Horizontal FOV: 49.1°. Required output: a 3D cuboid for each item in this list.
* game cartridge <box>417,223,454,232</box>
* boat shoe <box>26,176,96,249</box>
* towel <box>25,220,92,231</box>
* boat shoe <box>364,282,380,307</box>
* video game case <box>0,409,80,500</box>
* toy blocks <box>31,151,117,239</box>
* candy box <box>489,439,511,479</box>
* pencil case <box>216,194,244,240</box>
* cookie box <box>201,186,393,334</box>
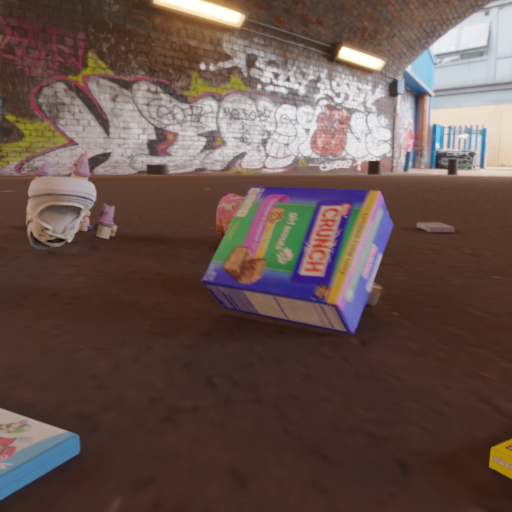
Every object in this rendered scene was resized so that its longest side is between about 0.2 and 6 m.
[{"bbox_3d":[3.924,-0.620,12.325,0.565,0.167,0.871,-4,10,-1],"label":"game cartridge"},{"bbox_3d":[-3.062,-0.578,8.716,0.957,0.869,2.602,3,-7,-24],"label":"boat shoe"},{"bbox_3d":[-4.491,-0.703,12.710,1.100,0.178,1.497,-5,13,-35],"label":"towel"},{"bbox_3d":[0.807,0.002,6.513,0.734,0.696,1.939,20,8,-30],"label":"boat shoe"},{"bbox_3d":[-1.845,1.061,3.034,1.426,0.127,1.021,6,12,29],"label":"video game case"},{"bbox_3d":[-3.408,-1.260,10.832,1.763,1.484,1.648,13,3,-24],"label":"toy blocks"},{"bbox_3d":[1.869,1.054,3.007,1.153,0.152,0.589,-6,14,-31],"label":"candy box"},{"bbox_3d":[0.392,-0.646,10.255,2.310,0.999,0.956,7,-18,32],"label":"pencil case"},{"bbox_3d":[0.418,-0.030,5.613,1.524,1.303,0.572,7,-31,33],"label":"cookie box"}]
